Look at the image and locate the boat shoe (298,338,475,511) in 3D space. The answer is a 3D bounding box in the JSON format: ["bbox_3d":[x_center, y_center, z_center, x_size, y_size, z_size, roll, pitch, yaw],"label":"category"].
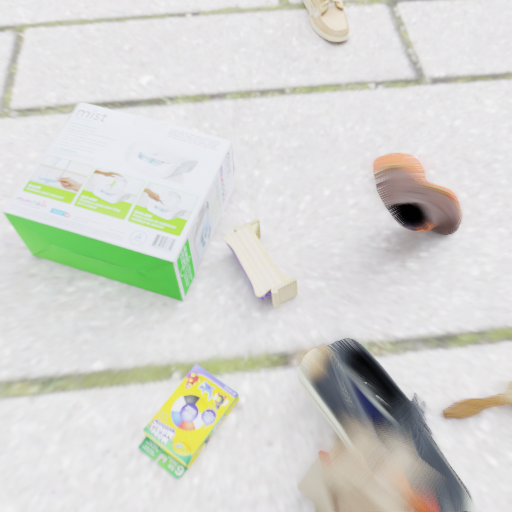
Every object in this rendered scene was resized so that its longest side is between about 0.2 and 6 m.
[{"bbox_3d":[1.714,2.195,6.975,2.844,0.885,1.061,49,41,10],"label":"boat shoe"}]

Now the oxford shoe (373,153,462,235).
[{"bbox_3d":[2.489,-0.679,8.581,0.840,2.360,0.856,-16,61,40],"label":"oxford shoe"}]

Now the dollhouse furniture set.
[{"bbox_3d":[1.452,2.785,6.415,0.985,1.911,1.891,-39,22,-27],"label":"dollhouse furniture set"}]

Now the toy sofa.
[{"bbox_3d":[0.052,0.144,8.812,0.668,0.567,1.368,-27,62,-10],"label":"toy sofa"}]

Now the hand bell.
[{"bbox_3d":[3.331,2.002,7.727,1.509,0.786,0.786,-17,59,5],"label":"hand bell"}]

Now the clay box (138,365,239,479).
[{"bbox_3d":[-0.931,2.248,7.648,0.772,0.320,1.343,30,62,18],"label":"clay box"}]

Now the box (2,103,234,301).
[{"bbox_3d":[-2.045,-0.951,9.021,2.772,1.340,2.446,15,59,9],"label":"box"}]

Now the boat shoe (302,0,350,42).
[{"bbox_3d":[1.501,-5.490,12.217,0.744,0.698,2.018,-16,60,-10],"label":"boat shoe"}]
